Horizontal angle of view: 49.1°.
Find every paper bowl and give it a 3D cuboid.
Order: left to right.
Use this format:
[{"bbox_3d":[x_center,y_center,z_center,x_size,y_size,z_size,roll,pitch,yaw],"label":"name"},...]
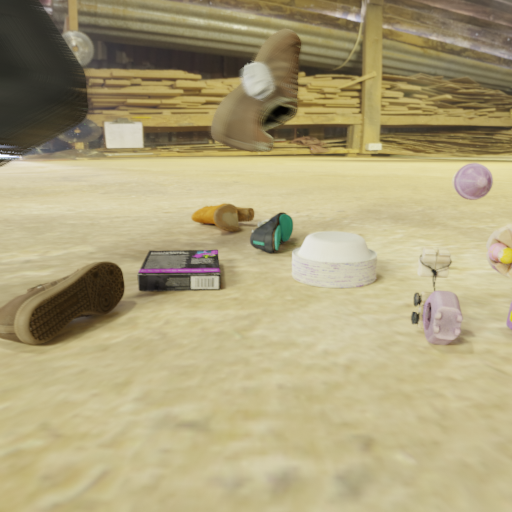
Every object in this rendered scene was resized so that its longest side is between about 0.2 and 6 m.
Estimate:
[{"bbox_3d":[1.205,0.021,8.640,1.305,0.679,1.305,1,14,0],"label":"paper bowl"}]

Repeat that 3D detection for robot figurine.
[{"bbox_3d":[0.025,-2.963,9.456,0.414,0.733,0.622,-31,-37,22],"label":"robot figurine"}]

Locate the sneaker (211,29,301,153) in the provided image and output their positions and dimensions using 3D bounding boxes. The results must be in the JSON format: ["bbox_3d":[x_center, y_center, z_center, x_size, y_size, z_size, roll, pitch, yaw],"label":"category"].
[{"bbox_3d":[0.348,-3.056,10.651,1.188,1.108,3.145,25,61,10],"label":"sneaker"}]

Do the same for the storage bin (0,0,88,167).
[{"bbox_3d":[-3.762,-2.184,7.432,2.634,1.780,1.235,-34,6,-13],"label":"storage bin"}]

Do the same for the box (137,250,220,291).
[{"bbox_3d":[-1.156,0.197,8.723,1.180,0.298,1.651,0,14,-4],"label":"box"}]

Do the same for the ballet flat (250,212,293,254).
[{"bbox_3d":[0.271,-0.483,11.030,0.683,0.683,1.870,3,15,13],"label":"ballet flat"}]

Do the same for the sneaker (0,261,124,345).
[{"bbox_3d":[-2.321,0.470,6.635,0.729,0.679,1.929,2,12,19],"label":"sneaker"}]

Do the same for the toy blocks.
[{"bbox_3d":[2.811,0.066,5.282,2.196,2.052,1.849,4,8,5],"label":"toy blocks"}]

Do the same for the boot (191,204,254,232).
[{"bbox_3d":[-0.977,-0.887,13.044,1.319,0.648,1.842,0,8,25],"label":"boot"}]
